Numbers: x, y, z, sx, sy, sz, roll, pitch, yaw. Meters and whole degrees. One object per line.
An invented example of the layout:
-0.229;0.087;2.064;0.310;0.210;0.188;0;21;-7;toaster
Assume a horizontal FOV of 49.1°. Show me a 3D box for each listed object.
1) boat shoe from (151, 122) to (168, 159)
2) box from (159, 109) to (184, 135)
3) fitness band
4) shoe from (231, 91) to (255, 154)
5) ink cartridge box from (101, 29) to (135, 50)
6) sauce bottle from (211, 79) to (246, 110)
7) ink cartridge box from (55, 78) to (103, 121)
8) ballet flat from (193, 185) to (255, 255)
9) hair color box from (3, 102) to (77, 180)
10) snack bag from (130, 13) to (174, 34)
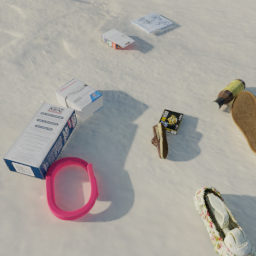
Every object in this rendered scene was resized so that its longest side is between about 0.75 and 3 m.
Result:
1.003;0.446;9.229;0.478;0.479;1.329;-18;56;25;boat shoe
1.499;-0.228;9.904;0.722;0.223;0.904;16;51;16;box
-1.637;1.692;8.162;1.455;0.379;2.026;-12;49;-7;fitness band
4.277;-0.094;9.492;0.787;1.031;2.948;34;38;-29;shoe
-0.464;-4.089;13.165;1.520;0.383;0.828;38;59;27;ink cartridge box
3.771;-1.259;10.565;0.568;0.568;1.754;37;56;28;sauce bottle
-1.799;-1.094;10.386;1.463;0.616;1.058;34;57;26;ink cartridge box
2.460;2.538;7.113;0.940;0.795;2.487;-18;52;-17;ballet flat
-2.714;0.345;9.039;1.245;0.753;2.489;13;50;11;hair color box
1.237;-5.378;14.417;1.716;0.184;1.618;-30;55;-24;snack bag
